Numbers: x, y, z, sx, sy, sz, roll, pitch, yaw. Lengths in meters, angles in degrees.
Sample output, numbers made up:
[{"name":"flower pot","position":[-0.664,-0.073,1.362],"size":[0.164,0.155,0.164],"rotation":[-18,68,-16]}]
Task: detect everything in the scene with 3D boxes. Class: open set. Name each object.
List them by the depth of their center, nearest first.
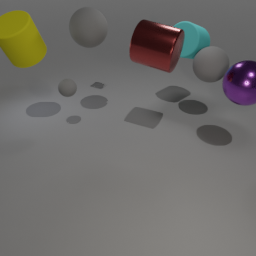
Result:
[{"name":"ball","position":[3.673,-1.393,8.719],"size":[1.400,1.400,1.400],"rotation":[0,32,0]},{"name":"cylinder","position":[0.955,-2.666,9.151],"size":[1.400,1.400,1.400],"rotation":[21,37,16]},{"name":"cylinder","position":[-3.766,-3.076,9.774],"size":[1.400,1.400,1.400],"rotation":[-5,58,8]},{"name":"ball","position":[-1.434,-3.643,10.193],"size":[1.400,1.400,1.400],"rotation":[0,32,0]},{"name":"ball","position":[-2.287,-1.522,10.579],"size":[0.700,0.700,0.700],"rotation":[0,32,0]},{"name":"ball","position":[3.274,-2.506,11.086],"size":[1.400,1.400,1.400],"rotation":[0,32,0]},{"name":"cylinder","position":[2.575,-3.661,11.818],"size":[1.400,1.400,1.400],"rotation":[21,20,30]}]
